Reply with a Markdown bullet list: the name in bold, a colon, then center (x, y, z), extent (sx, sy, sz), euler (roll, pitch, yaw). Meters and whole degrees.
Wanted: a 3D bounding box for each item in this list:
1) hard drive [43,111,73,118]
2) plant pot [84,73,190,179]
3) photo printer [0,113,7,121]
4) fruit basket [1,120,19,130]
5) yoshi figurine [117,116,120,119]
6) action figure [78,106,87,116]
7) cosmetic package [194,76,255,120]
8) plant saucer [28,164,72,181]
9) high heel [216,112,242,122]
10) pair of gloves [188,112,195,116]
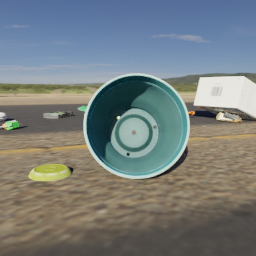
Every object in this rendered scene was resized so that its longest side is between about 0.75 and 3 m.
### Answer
- **hard drive**: center (-3.921, -0.749, 15.851), extent (1.015, 0.275, 1.453), euler (3, 9, 22)
- **plant pot**: center (0.137, 0.047, 5.837), extent (1.891, 1.891, 1.777), euler (0, -6, -1)
- **photo printer**: center (-6.758, -0.535, 13.859), extent (1.236, 0.429, 1.028), euler (3, 8, 14)
- **fruit basket**: center (-4.869, -0.114, 11.334), extent (0.763, 0.358, 0.707), euler (0, 8, 18)
- **yoshi figurine**: center (-0.343, -0.482, 12.172), extent (0.486, 0.865, 0.484), euler (-25, 41, -35)
- **action figure**: center (-1.203, -0.733, 14.046), extent (1.554, 0.720, 2.631), euler (-2, 5, -39)
- **cosmetic package**: center (5.268, -1.471, 14.295), extent (2.555, 1.570, 2.547), euler (14, -2, -36)
- **plant saucer**: center (-1.534, 0.855, 5.545), extent (0.833, 0.129, 0.833), euler (1, 9, 0)
- **high heel**: center (4.992, -0.445, 13.923), extent (0.949, 0.475, 1.331), euler (22, -6, -4)
- **pair of gloves**: center (1.945, -0.682, 15.271), extent (2.473, 0.343, 2.775), euler (-8, 9, -37)
